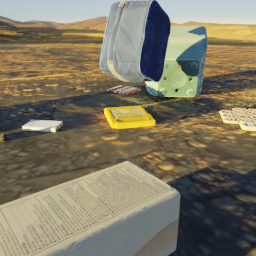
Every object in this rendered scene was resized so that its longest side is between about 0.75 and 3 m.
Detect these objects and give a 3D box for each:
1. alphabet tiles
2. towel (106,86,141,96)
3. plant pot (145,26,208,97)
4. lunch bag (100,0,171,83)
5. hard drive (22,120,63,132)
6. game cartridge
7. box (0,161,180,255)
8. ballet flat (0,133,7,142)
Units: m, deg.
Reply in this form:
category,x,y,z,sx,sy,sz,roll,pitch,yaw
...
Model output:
category,x,y,z,sx,sy,sz,roll,pitch,yaw
alphabet tiles,4.118,-0.300,9.263,1.981,0.148,2.026,4,21,9
towel,-0.201,-1.750,13.061,1.367,0.156,0.985,16,28,40
plant pot,2.062,-2.671,12.220,2.754,2.746,2.805,2,34,4
lunch bag,0.171,-2.687,8.575,1.642,2.482,1.686,9,-3,30
hard drive,-2.627,-0.073,8.683,1.039,0.139,0.685,2,21,7
game cartridge,0.018,-0.389,9.350,1.397,0.257,1.585,-5,21,-13
box,-0.639,1.312,3.294,2.433,0.946,1.155,-14,25,-33
ballet flat,-3.730,0.219,7.782,0.834,0.237,0.277,4,21,11
